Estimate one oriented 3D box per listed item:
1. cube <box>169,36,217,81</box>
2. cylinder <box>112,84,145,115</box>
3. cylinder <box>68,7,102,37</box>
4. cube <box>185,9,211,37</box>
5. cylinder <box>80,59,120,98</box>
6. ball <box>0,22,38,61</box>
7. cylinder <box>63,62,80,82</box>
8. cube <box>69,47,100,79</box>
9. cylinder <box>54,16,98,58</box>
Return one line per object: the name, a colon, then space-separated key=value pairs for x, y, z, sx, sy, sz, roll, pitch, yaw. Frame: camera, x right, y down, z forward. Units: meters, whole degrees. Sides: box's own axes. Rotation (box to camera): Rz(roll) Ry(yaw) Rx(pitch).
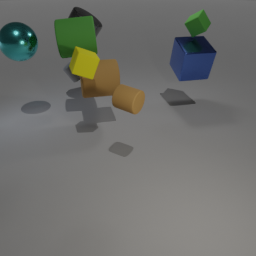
cube: x=2.795 y=-3.056 z=12.307 sx=1.400 sy=1.400 sz=1.400 roll=-6 pitch=47 yaw=-11
cylinder: x=0.016 y=-0.815 z=7.936 sx=0.700 sy=0.700 sz=0.700 roll=22 pitch=35 yaw=25
cylinder: x=-2.044 y=-4.209 z=12.107 sx=1.400 sy=1.400 sz=1.400 roll=30 pitch=29 yaw=-18
cube: x=2.935 y=-4.393 z=11.770 sx=0.700 sy=0.700 sz=0.700 roll=-12 pitch=35 yaw=47
cylinder: x=-1.116 y=-1.917 z=10.852 sx=1.400 sy=1.400 sz=1.400 roll=-6 pitch=29 yaw=-11
ball: x=-4.058 y=-3.183 z=10.369 sx=1.400 sy=1.400 sz=1.400 roll=0 pitch=28 yaw=0
cylinder: x=-2.236 y=-2.402 z=11.773 sx=0.700 sy=0.700 sz=0.700 roll=-29 pitch=29 yaw=18
cube: x=-1.390 y=-2.059 z=8.867 sx=0.700 sy=0.700 sz=0.700 roll=12 pitch=26 yaw=-26
cylinder: x=-1.934 y=-3.419 z=10.569 sx=1.400 sy=1.400 sz=1.400 roll=-8 pitch=29 yaw=-5
